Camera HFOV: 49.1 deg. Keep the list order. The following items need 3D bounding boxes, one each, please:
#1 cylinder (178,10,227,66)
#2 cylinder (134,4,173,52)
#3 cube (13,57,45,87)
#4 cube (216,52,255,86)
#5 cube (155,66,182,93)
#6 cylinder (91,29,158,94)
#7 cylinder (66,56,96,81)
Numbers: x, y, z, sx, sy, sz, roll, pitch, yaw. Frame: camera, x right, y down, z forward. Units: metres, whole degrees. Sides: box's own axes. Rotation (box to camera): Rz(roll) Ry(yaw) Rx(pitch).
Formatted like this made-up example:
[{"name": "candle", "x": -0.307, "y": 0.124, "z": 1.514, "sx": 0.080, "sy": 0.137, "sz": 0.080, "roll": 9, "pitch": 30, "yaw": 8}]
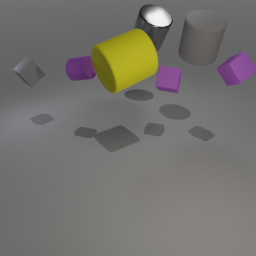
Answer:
[{"name": "cylinder", "x": 2.583, "y": -3.164, "z": 9.853, "sx": 1.400, "sy": 1.400, "sz": 1.400, "roll": 1, "pitch": 49, "yaw": -1}, {"name": "cylinder", "x": 0.964, "y": -4.135, "z": 11.713, "sx": 1.400, "sy": 1.400, "sz": 1.400, "roll": 8, "pitch": 58, "yaw": -12}, {"name": "cube", "x": -3.618, "y": -2.044, "z": 10.238, "sx": 0.700, "sy": 0.700, "sz": 0.700, "roll": -47, "pitch": 42, "yaw": -12}, {"name": "cube", "x": 3.320, "y": -1.795, "z": 8.596, "sx": 0.700, "sy": 0.700, "sz": 0.700, "roll": -37, "pitch": 10, "yaw": -12}, {"name": "cube", "x": 1.373, "y": -1.614, "z": 9.376, "sx": 0.700, "sy": 0.700, "sz": 0.700, "roll": 11, "pitch": 0, "yaw": 15}, {"name": "cylinder", "x": -0.111, "y": -1.884, "z": 7.909, "sx": 1.400, "sy": 1.400, "sz": 1.400, "roll": -29, "pitch": 38, "yaw": -18}, {"name": "cylinder", "x": -1.438, "y": -1.837, "z": 8.647, "sx": 0.700, "sy": 0.700, "sz": 0.700, "roll": 0, "pitch": 26, "yaw": 27}]
